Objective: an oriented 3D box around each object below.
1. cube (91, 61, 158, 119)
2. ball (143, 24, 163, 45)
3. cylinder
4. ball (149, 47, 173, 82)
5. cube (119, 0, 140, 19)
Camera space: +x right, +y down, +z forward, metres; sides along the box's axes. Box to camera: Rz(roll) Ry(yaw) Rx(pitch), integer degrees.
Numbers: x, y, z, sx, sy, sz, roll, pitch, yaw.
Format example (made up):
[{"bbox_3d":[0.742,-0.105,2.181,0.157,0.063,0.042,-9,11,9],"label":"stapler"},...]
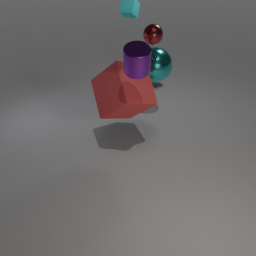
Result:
[{"bbox_3d":[-0.135,-1.184,9.163,1.400,1.400,1.400,-3,-16,-44],"label":"cube"},{"bbox_3d":[0.878,-3.279,9.801,0.700,0.700,0.700,0,31,0],"label":"ball"},{"bbox_3d":[0.232,-1.715,7.069,0.700,0.700,0.700,-1,53,1],"label":"cylinder"},{"bbox_3d":[1.105,-2.561,11.391,1.400,1.400,1.400,0,31,0],"label":"ball"},{"bbox_3d":[0.073,-5.506,12.851,0.700,0.700,0.700,15,7,20],"label":"cube"}]
